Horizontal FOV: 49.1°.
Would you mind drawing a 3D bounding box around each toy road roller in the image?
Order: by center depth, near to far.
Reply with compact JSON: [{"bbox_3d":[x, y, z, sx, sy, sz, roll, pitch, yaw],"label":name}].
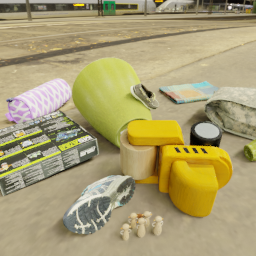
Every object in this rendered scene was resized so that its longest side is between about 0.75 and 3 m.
[{"bbox_3d":[1.115,0.984,6.742,2.691,1.654,1.965,2,38,2],"label":"toy road roller"}]

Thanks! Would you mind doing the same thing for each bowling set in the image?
[{"bbox_3d":[0.234,1.962,5.970,0.912,0.490,0.635,-6,28,-13],"label":"bowling set"}]

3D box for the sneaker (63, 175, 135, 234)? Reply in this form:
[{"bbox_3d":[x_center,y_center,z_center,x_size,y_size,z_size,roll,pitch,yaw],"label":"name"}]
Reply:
[{"bbox_3d":[-0.735,1.692,6.439,0.877,0.788,2.031,5,18,39],"label":"sneaker"}]

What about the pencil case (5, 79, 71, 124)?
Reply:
[{"bbox_3d":[-3.511,-1.069,11.352,1.265,1.242,2.960,-23,12,32],"label":"pencil case"}]

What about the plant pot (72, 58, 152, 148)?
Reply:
[{"bbox_3d":[-0.311,-0.591,9.364,2.532,2.532,2.706,-11,42,-20],"label":"plant pot"}]

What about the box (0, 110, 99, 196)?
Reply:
[{"bbox_3d":[-2.750,0.525,8.479,2.828,0.672,2.731,-23,36,-28],"label":"box"}]

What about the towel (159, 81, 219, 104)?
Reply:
[{"bbox_3d":[3.170,-1.773,13.646,2.798,0.304,2.052,-9,27,-17],"label":"towel"}]

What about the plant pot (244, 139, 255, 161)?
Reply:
[{"bbox_3d":[3.943,0.650,8.416,0.755,0.784,0.784,-16,29,-6],"label":"plant pot"}]

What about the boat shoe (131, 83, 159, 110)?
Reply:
[{"bbox_3d":[0.596,-0.938,8.455,0.365,1.222,0.437,-25,49,34],"label":"boat shoe"}]

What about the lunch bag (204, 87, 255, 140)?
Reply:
[{"bbox_3d":[4.109,-0.684,10.236,2.415,1.420,1.981,19,32,24],"label":"lunch bag"}]
